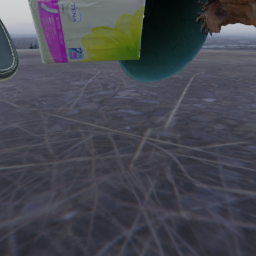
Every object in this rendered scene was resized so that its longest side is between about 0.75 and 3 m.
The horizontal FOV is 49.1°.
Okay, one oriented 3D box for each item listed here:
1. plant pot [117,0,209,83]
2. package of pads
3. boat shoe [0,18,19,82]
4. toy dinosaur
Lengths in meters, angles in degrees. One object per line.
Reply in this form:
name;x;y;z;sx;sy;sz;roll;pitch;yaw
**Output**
plant pot;0.562;-3.282;8.464;2.999;2.999;2.406;-10;46;-26
package of pads;-0.806;-2.241;5.851;2.250;1.738;0.767;-5;56;-8
boat shoe;-2.691;-2.034;4.253;1.086;2.983;0.922;-43;27;-28
toy dinosaur;2.303;-2.790;5.905;1.909;1.209;2.816;22;-17;20
